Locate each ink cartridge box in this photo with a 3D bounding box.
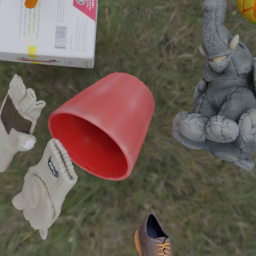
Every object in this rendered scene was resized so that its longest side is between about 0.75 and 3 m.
[{"bbox_3d":[-2.185,-2.721,7.301,2.686,1.120,1.950,4,89,-6],"label":"ink cartridge box"}]

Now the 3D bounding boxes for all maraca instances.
[{"bbox_3d":[3.476,-3.233,7.167,1.046,1.341,1.955,-12,71,-18],"label":"maraca"}]

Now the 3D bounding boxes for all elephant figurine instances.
[{"bbox_3d":[1.990,-0.838,5.393,1.870,2.050,2.642,14,71,5],"label":"elephant figurine"}]

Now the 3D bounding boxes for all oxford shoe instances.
[{"bbox_3d":[0.482,2.112,4.530,0.567,1.591,0.580,3,121,-20],"label":"oxford shoe"}]

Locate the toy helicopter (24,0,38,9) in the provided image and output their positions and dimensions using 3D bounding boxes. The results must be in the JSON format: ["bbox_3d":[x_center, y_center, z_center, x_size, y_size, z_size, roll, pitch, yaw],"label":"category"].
[{"bbox_3d":[-1.775,-3.412,5.947,0.783,1.312,1.984,37,53,9],"label":"toy helicopter"}]

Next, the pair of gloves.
[{"bbox_3d":[-1.703,0.484,4.850,0.430,2.084,2.451,-7,51,-44],"label":"pair of gloves"}]

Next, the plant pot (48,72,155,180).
[{"bbox_3d":[-0.414,-0.166,6.212,2.023,2.023,1.790,32,55,6],"label":"plant pot"}]
